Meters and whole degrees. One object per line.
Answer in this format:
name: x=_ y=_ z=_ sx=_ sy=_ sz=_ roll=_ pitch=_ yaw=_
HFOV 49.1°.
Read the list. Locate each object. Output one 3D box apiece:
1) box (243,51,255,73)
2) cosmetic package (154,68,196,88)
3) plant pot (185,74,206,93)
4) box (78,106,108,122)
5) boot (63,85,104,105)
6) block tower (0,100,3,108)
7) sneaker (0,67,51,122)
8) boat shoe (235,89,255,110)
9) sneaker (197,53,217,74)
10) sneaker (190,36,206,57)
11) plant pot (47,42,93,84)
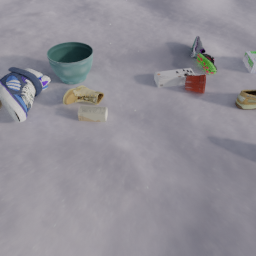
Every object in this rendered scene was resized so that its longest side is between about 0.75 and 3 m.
box: x=5.846 y=-2.948 z=12.561 sx=0.992 sy=0.544 sz=1.125 roll=2 pitch=43 yaw=-1
cosmetic package: x=1.962 y=-2.120 z=11.733 sx=1.609 sy=0.407 sz=0.664 roll=-9 pitch=42 yaw=-9
plant pot: x=2.686 y=-1.778 z=11.159 sx=0.746 sy=0.767 sz=0.767 roll=6 pitch=42 yaw=18
box: x=-1.243 y=-0.503 z=9.955 sx=0.985 sy=0.383 sz=0.468 roll=4 pitch=42 yaw=5
boot: x=-1.655 y=-1.131 z=10.503 sx=1.084 sy=0.508 sz=1.395 roll=20 pitch=32 yaw=21
block tower: x=-4.939 y=-0.648 z=10.216 sx=0.270 sy=0.253 sz=0.935 roll=7 pitch=42 yaw=6
sneaker: x=-3.703 y=-1.429 z=10.432 sx=1.991 sy=1.095 sz=2.719 roll=-30 pitch=44 yaw=-23
boat shoe: x=5.158 y=-1.182 z=10.370 sx=2.188 sy=0.833 sz=0.784 roll=-7 pitch=43 yaw=-8
sneaker: x=3.634 y=-2.957 z=12.528 sx=0.648 sy=0.594 sz=1.548 roll=-11 pitch=45 yaw=-7
sneaker: x=3.480 y=-3.899 z=13.698 sx=0.657 sy=0.559 sz=1.502 roll=18 pitch=55 yaw=5
plant pot: x=-2.322 y=-2.606 z=11.651 sx=1.851 sy=1.240 sz=1.851 roll=0 pitch=42 yaw=0
